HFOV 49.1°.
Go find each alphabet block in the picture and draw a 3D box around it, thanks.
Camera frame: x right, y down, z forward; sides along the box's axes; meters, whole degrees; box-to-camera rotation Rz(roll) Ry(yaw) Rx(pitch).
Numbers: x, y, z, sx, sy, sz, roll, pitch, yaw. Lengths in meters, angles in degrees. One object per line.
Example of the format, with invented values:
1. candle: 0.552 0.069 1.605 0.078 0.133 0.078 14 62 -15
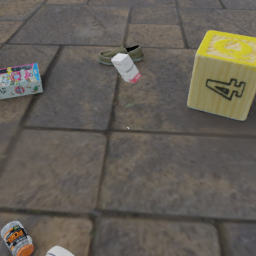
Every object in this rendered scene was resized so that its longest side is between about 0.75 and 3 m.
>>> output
1. alphabet block: 3.726 -2.026 10.631 2.294 2.336 2.281 15 44 16

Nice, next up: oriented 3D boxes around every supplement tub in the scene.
1. supplement tub: -2.681 2.738 6.829 0.520 0.520 0.849 -33 52 -30

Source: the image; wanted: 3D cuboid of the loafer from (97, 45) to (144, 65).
1. loafer: -0.362 -3.637 13.511 2.299 0.801 0.864 -10 44 -11

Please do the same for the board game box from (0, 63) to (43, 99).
1. board game box: -4.734 -1.978 11.849 2.019 0.649 1.490 -13 45 -14

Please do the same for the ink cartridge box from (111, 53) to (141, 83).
1. ink cartridge box: -0.057 -2.049 9.595 0.404 0.952 0.693 -47 35 -12

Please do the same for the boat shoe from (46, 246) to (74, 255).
1. boat shoe: -1.023 3.696 5.332 2.934 1.096 1.361 33 45 30
